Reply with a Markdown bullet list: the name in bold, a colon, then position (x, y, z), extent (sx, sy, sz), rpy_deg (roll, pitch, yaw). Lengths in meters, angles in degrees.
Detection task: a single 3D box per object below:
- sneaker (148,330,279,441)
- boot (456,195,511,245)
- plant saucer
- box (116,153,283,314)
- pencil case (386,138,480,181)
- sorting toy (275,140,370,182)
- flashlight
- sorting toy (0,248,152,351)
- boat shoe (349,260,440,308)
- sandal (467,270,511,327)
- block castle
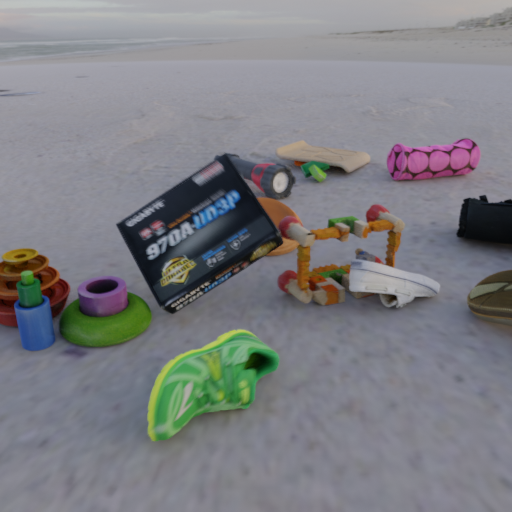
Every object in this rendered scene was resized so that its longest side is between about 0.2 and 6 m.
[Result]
- **sneaker**: position (-0.437, 1.402, 6.281), extent (0.804, 0.713, 1.924), rpy_deg (15, 29, 34)
- **boot**: position (4.754, -0.454, 10.122), extent (2.125, 0.960, 2.593), rpy_deg (12, 19, 20)
- **plant saucer**: position (0.185, -0.624, 10.646), extent (1.499, 0.281, 1.499), rpy_deg (6, 45, -6)
- **box**: position (-0.852, -0.340, 8.405), extent (2.032, 0.468, 1.615), rpy_deg (-32, 69, 1)
- **pencil case**: position (4.618, -2.583, 14.805), extent (2.355, 1.069, 1.103), rpy_deg (-6, 58, -16)
- **sorting toy**: position (1.689, -2.636, 15.594), extent (2.230, 0.444, 3.017), rpy_deg (17, 26, 23)
- **flashlight**: position (-0.063, -2.033, 13.947), extent (0.838, 0.835, 2.467), rpy_deg (-19, 26, -29)
- **sorting toy**: position (-2.789, 0.488, 7.894), extent (2.558, 1.050, 1.537), rpy_deg (7, 25, 14)
- **boat shoe**: position (2.083, 0.500, 8.470), extent (1.657, 0.578, 0.587), rpy_deg (15, -5, -31)
- **sandal**: position (4.345, 0.913, 7.238), extent (1.337, 0.899, 3.328), rpy_deg (-34, 23, -27)
- **block castle**: position (1.293, -0.055, 8.829), extent (1.933, 1.291, 0.907), rpy_deg (-9, 24, -22)
